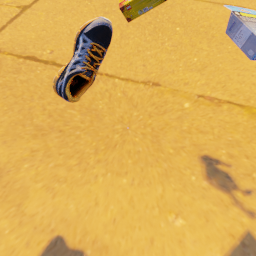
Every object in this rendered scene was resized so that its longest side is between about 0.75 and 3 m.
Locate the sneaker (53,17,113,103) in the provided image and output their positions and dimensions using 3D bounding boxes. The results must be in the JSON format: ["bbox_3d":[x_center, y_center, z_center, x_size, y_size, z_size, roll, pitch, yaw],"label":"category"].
[{"bbox_3d":[-0.922,-1.474,6.370,0.827,2.114,0.816,19,20,-39],"label":"sneaker"}]

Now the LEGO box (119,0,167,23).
[{"bbox_3d":[0.317,-2.680,5.715,0.966,0.373,0.719,-23,42,21],"label":"LEGO box"}]

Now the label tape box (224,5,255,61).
[{"bbox_3d":[2.969,-2.239,6.633,1.128,0.520,1.574,-4,50,-28],"label":"label tape box"}]
